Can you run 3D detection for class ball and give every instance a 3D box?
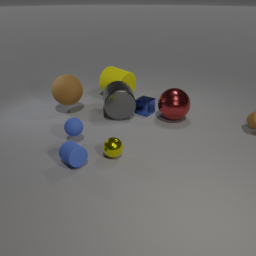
[{"bbox_3d":[-0.511,0.665,9.605,0.700,0.700,0.700,0,27,0],"label":"ball"},{"bbox_3d":[-2.012,-0.040,10.392,0.700,0.700,0.700,0,27,0],"label":"ball"},{"bbox_3d":[2.007,-1.039,12.189,1.400,1.400,1.400,0,27,0],"label":"ball"},{"bbox_3d":[-2.765,-1.726,12.784,1.400,1.400,1.400,0,27,0],"label":"ball"}]

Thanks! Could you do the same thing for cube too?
[{"bbox_3d":[0.792,-1.024,12.952,0.700,0.700,0.700,17,31,31],"label":"cube"}]

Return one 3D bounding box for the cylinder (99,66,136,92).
[{"bbox_3d":[-0.542,-2.395,14.695,1.400,1.400,1.400,26,36,34],"label":"cylinder"}]

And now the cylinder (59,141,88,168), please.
[{"bbox_3d":[-1.793,0.851,9.180,0.700,0.700,0.700,-22,28,-36],"label":"cylinder"}]

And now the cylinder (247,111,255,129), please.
[{"bbox_3d":[5.152,-0.345,11.023,0.700,0.700,0.700,1,-7,2],"label":"cylinder"}]

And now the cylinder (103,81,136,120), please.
[{"bbox_3d":[-0.405,-1.263,12.628,1.400,1.400,1.400,-3,27,-6],"label":"cylinder"}]
